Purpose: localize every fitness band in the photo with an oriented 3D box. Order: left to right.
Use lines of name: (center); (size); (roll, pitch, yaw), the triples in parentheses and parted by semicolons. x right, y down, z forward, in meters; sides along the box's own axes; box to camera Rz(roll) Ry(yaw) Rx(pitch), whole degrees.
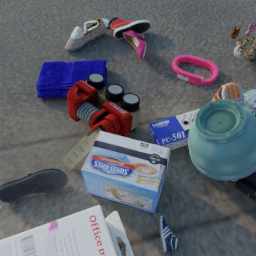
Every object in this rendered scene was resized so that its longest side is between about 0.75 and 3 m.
fitness band: (2.883, -2.545, 12.083); (1.998, 0.374, 1.435); (23, 55, 16)

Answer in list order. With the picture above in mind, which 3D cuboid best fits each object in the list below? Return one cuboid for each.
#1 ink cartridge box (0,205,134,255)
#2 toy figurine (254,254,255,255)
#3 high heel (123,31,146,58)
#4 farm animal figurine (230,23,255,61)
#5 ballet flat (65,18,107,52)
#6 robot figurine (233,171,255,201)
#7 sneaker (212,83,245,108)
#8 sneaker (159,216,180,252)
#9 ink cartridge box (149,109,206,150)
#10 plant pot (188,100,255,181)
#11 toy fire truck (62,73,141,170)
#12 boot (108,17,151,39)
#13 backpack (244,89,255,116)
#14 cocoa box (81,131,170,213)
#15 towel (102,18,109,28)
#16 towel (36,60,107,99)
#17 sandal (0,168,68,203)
ink cartridge box: (-1.337, 3.330, 6.464); (2.978, 1.865, 1.914); (-16, 53, -12)
toy figurine: (3.366, 3.749, 6.655); (2.256, 1.190, 1.351); (-24, 61, -16)
high heel: (0.269, -3.863, 12.835); (1.018, 0.715, 2.122); (6, 46, -8)
farm animal figurine: (5.506, -3.843, 12.820); (1.853, 0.966, 1.833); (0, 63, -9)
ballet flat: (-2.083, -4.534, 13.319); (0.829, 0.819, 2.436); (31, 58, 35)
robot figurine: (3.960, 1.426, 8.419); (1.977, 1.486, 1.234); (33, 102, 23)
sneaker: (3.664, -0.287, 9.959); (0.968, 1.397, 2.494); (-5, 86, -3)
sneaker: (1.151, 2.913, 7.776); (0.513, 0.331, 0.946); (-5, 59, 2)
ink cartridge box: (1.976, 0.058, 9.932); (2.266, 0.501, 1.065); (-17, 53, -13)
plant pot: (2.760, 0.160, 8.116); (2.296, 1.538, 2.296); (-15, 50, 18)
toy fire truck: (-1.315, -0.220, 9.612); (2.504, 1.830, 2.845); (34, 49, 23)
boot: (0.047, -5.241, 14.030); (1.966, 0.712, 1.418); (-16, 52, -8)
backpack: (4.709, -0.895, 10.486); (1.212, 0.912, 1.076); (-18, 54, -21)
cocoa box: (-0.035, 1.304, 8.310); (2.233, 1.489, 1.465); (14, 53, 11)
towel: (-1.319, -5.325, 14.446); (0.709, 0.115, 0.965); (36, 62, 23)
towel: (-2.257, -2.127, 11.538); (2.785, 0.690, 2.056); (-2, 53, -2)
sandal: (-2.899, 1.660, 8.566); (2.061, 0.784, 0.441); (-12, 25, -10)
